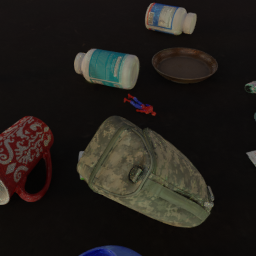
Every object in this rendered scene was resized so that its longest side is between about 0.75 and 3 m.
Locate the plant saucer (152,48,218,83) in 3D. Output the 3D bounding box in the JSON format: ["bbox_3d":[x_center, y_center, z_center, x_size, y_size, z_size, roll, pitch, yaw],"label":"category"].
[{"bbox_3d":[2.541,-2.822,12.753,2.920,0.468,2.920,0,43,0],"label":"plant saucer"}]

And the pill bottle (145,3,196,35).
[{"bbox_3d":[2.391,-6.013,15.594,2.580,1.448,1.448,20,45,19],"label":"pill bottle"}]

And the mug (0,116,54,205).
[{"bbox_3d":[-3.155,0.973,8.077,1.536,2.043,2.302,-20,25,35],"label":"mug"}]

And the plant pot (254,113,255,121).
[{"bbox_3d":[5.229,-0.579,9.999,1.155,0.774,1.155,0,42,0],"label":"plant pot"}]

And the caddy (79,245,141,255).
[{"bbox_3d":[-0.484,3.538,4.838,2.016,1.497,2.851,13,43,13],"label":"caddy"}]

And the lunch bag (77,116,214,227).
[{"bbox_3d":[0.504,1.128,6.377,1.812,2.600,2.181,-56,38,-1],"label":"lunch bag"}]

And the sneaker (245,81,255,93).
[{"bbox_3d":[5.489,-1.645,11.434,0.811,0.450,1.159,-33,52,-30],"label":"sneaker"}]

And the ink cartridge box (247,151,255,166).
[{"bbox_3d":[4.113,0.944,8.651,0.842,0.283,0.493,-8,42,-9],"label":"ink cartridge box"}]

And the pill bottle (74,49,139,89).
[{"bbox_3d":[-0.906,-2.505,11.683,2.533,1.403,1.403,14,43,14],"label":"pill bottle"}]

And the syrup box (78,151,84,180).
[{"bbox_3d":[-0.659,1.066,8.271,1.525,0.600,0.621,-2,42,-3],"label":"syrup box"}]

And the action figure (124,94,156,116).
[{"bbox_3d":[0.489,-0.826,10.618,1.345,0.348,0.440,31,55,24],"label":"action figure"}]
